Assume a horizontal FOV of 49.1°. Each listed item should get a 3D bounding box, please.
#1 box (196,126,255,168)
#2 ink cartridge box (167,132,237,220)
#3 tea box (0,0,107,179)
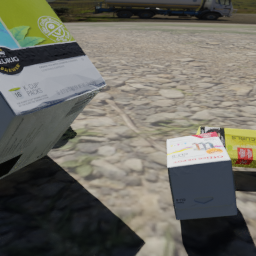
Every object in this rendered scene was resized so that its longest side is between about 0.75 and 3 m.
[{"bbox_3d":[2.479,0.443,5.963,1.980,0.496,0.745,5,64,4],"label":"box"},{"bbox_3d":[1.208,0.773,4.816,0.969,0.965,1.334,-9,16,10],"label":"ink cartridge box"},{"bbox_3d":[-2.530,-0.881,5.303,2.910,2.958,1.976,54,41,4],"label":"tea box"}]
